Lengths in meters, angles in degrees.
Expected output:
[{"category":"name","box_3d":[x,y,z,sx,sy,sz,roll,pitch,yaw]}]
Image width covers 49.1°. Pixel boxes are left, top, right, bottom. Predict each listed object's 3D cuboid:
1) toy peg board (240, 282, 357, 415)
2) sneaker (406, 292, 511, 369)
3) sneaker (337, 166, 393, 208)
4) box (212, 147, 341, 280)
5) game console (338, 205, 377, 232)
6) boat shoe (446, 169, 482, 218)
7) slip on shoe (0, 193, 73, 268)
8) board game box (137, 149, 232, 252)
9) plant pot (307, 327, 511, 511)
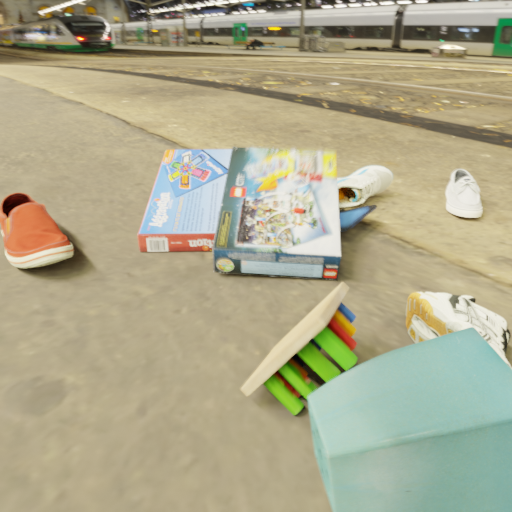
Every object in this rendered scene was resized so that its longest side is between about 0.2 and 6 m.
[{"category":"toy peg board","box_3d":[0.736,1.255,7.269,0.722,1.477,1.470,45,24,5]},{"category":"sneaker","box_3d":[3.043,1.188,7.595,1.170,1.010,2.670,-3,26,-7]},{"category":"sneaker","box_3d":[2.554,-1.652,14.001,2.161,0.827,0.873,-18,32,-17]},{"category":"box","box_3d":[0.480,-0.983,11.321,2.311,0.638,3.384,3,43,3]},{"category":"game console","box_3d":[1.614,-1.081,12.352,1.406,0.975,1.648,48,40,7]},{"category":"boat shoe","box_3d":[5.138,-1.581,13.791,0.800,0.761,2.222,7,26,15]},{"category":"slip on shoe","box_3d":[-4.510,-0.530,11.176,1.172,0.968,3.165,-18,28,-27]},{"category":"board game box","box_3d":[-1.183,-1.514,13.492,2.575,0.486,5.002,0,30,-2]},{"category":"plant pot","box_3d":[1.614,1.847,5.831,1.986,1.403,1.403,-10,26,-3]}]
